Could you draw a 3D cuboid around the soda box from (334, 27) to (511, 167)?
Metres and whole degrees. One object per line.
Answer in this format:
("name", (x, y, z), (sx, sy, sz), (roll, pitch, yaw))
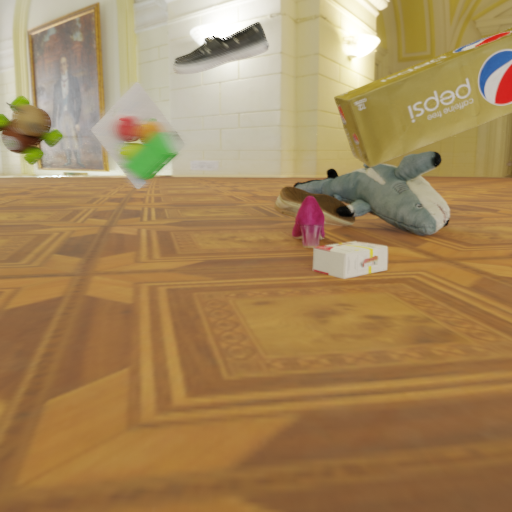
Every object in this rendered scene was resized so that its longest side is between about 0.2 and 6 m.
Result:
("soda box", (3.612, -3.016, 10.223), (4.071, 1.303, 1.379), (-21, 18, 4))

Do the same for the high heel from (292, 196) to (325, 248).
("high heel", (1.075, -0.807, 11.632), (0.710, 1.012, 2.110), (1, 10, 7))

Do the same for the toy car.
("toy car", (-3.853, -2.161, 9.310), (0.907, 0.945, 1.150), (-47, 14, -10))

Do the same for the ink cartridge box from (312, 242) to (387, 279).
("ink cartridge box", (1.458, 0.045, 8.656), (0.963, 0.402, 0.699), (-8, 13, -37))

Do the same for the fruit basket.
("fruit basket", (-2.304, -2.330, 10.978), (1.429, 1.543, 0.723), (-39, -7, 21))

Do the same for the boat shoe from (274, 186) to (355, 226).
("boat shoe", (1.470, -1.130, 14.019), (2.052, 0.662, 0.731), (18, 44, -11))

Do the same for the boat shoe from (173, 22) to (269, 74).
("boat shoe", (-0.587, -3.240, 8.741), (1.549, 0.438, 0.532), (-13, 33, 7))

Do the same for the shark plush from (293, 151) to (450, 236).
("shark plush", (2.673, -1.602, 13.743), (4.461, 2.027, 1.858), (25, 54, 32))
